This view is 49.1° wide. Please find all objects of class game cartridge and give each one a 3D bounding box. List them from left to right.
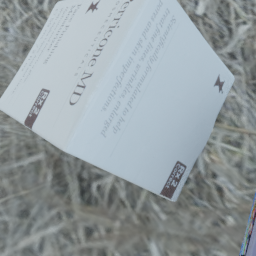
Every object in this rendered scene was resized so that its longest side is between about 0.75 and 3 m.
[{"bbox_3d":[1.797,0.952,3.305,0.569,1.922,2.965,18,71,18],"label":"game cartridge"}]

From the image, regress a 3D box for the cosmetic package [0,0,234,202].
[{"bbox_3d":[-0.277,-0.594,4.814,2.826,2.332,2.330,20,80,49],"label":"cosmetic package"}]
